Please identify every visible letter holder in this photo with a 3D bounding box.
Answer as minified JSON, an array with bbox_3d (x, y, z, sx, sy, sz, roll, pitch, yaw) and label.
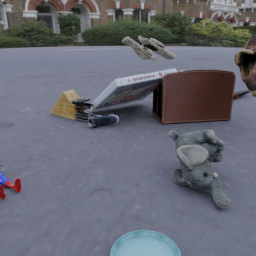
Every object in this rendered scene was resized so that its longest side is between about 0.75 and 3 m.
[{"bbox_3d":[2.441,-1.334,10.703,2.741,1.948,1.378,-4,21,-9],"label":"letter holder"}]

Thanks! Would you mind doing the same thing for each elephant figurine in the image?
[{"bbox_3d":[1.510,0.835,6.268,1.339,1.221,1.726,-20,22,38],"label":"elephant figurine"}]

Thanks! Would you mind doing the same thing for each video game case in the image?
[{"bbox_3d":[0.122,-1.431,11.036,2.652,0.334,2.910,-16,-7,-29],"label":"video game case"}]

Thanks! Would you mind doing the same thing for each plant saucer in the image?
[{"bbox_3d":[0.269,2.002,4.313,1.086,0.149,1.086,0,20,0],"label":"plant saucer"}]

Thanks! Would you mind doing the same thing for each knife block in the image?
[{"bbox_3d":[-2.093,-0.608,10.961,0.573,1.573,1.792,-24,-14,-50],"label":"knife block"}]

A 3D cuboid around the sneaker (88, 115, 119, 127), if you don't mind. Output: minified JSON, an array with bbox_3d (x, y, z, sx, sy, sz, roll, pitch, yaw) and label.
[{"bbox_3d":[-0.914,-0.247,9.904,1.046,0.398,0.756,-1,7,26],"label":"sneaker"}]

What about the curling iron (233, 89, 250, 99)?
[{"bbox_3d":[5.203,-1.582,13.522,2.886,0.369,0.715,-13,-13,-40],"label":"curling iron"}]

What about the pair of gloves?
[{"bbox_3d":[0.755,-3.046,10.962,1.618,0.334,1.903,28,-5,-33],"label":"pair of gloves"}]

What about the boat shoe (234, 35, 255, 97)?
[{"bbox_3d":[3.767,-2.116,8.491,0.942,0.944,2.617,32,53,-17],"label":"boat shoe"}]

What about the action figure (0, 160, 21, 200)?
[{"bbox_3d":[-3.250,1.055,6.463,1.950,0.504,0.638,12,26,35],"label":"action figure"}]
